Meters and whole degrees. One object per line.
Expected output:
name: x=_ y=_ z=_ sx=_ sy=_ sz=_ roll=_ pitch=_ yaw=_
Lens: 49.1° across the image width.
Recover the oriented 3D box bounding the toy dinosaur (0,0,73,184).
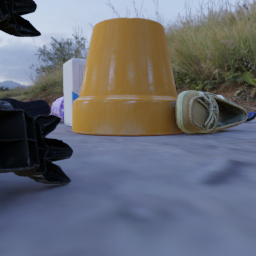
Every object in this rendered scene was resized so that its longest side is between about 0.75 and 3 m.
toy dinosaur: x=-1.484 y=-0.046 z=1.753 sx=1.894 sy=1.425 sz=2.790 roll=-14 pitch=20 yaw=9

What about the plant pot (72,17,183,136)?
plant pot: x=0.002 y=-1.104 z=6.448 sx=2.579 sy=2.361 sz=2.579 roll=0 pitch=4 yaw=0

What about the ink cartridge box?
ink cartridge box: x=-0.626 y=-1.104 z=9.248 sx=2.781 sy=2.011 sz=1.171 roll=-2 pitch=4 yaw=-26

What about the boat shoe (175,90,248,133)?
boat shoe: x=1.855 y=-0.324 z=6.088 sx=0.797 sy=0.924 sz=2.532 roll=-3 pitch=-7 yaw=38

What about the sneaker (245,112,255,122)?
sneaker: x=4.502 y=-0.624 z=11.906 sx=0.708 sy=0.737 sz=1.880 roll=-4 pitch=5 yaw=-40

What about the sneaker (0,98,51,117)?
sneaker: x=-4.353 y=-0.515 z=11.176 sx=1.143 sy=0.990 sz=2.761 roll=-26 pitch=-13 yaw=33

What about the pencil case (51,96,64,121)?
pencil case: x=-2.446 y=-0.761 z=11.517 sx=1.131 sy=1.110 sz=2.646 roll=26 pitch=-6 yaw=-22

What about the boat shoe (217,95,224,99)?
boat shoe: x=3.230 y=-0.740 z=11.955 sx=0.901 sy=1.067 sz=2.994 roll=-4 pitch=-3 yaw=-5
